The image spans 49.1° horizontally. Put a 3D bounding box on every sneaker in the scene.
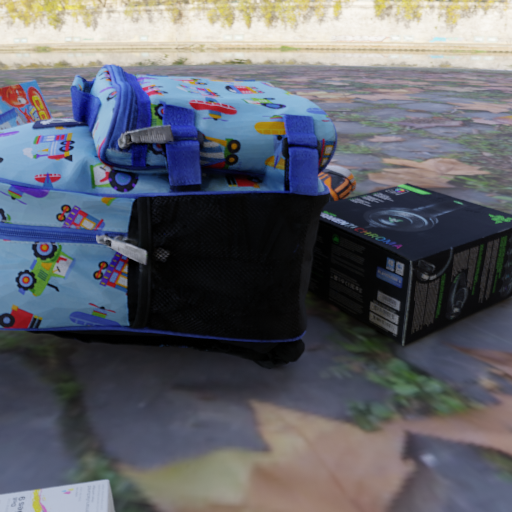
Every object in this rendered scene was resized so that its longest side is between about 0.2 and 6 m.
[{"bbox_3d":[0.941,-1.415,11.663,1.185,0.820,2.115,-41,32,-25],"label":"sneaker"}]

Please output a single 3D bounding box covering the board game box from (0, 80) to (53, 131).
[{"bbox_3d":[-4.389,-1.723,10.254,0.728,2.604,2.550,-14,21,14],"label":"board game box"}]

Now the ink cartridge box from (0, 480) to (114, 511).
[{"bbox_3d":[-1.568,2.129,4.177,0.949,0.415,0.690,-5,25,-9],"label":"ink cartridge box"}]

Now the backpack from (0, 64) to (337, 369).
[{"bbox_3d":[-1.692,-0.733,7.032,4.450,2.993,4.062,2,23,-12],"label":"backpack"}]

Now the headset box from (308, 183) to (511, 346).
[{"bbox_3d":[2.257,-0.065,8.228,2.640,1.225,2.299,-15,27,-31],"label":"headset box"}]
